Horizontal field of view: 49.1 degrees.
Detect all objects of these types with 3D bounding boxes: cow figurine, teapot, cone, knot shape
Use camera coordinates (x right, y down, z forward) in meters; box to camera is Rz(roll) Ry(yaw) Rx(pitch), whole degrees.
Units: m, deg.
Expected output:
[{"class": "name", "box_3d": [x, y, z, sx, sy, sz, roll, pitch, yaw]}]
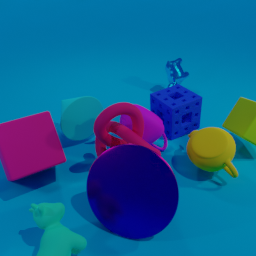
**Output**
[{"class": "cow figurine", "box_3d": [-1.149, 1.652, 4.156, 1.024, 0.571, 1.040, 29, 48, -5]}, {"class": "teapot", "box_3d": [0.207, -0.028, 6.642, 1.791, 0.877, 1.114, 33, -6, -10]}, {"class": "cone", "box_3d": [0.275, 1.003, 5.377, 1.598, 1.598, 1.604, 11, 7, 17]}, {"class": "cone", "box_3d": [-1.415, -0.471, 7.079, 1.167, 1.167, 1.172, -22, 40, -31]}, {"class": "knot shape", "box_3d": [-0.176, 0.270, 5.770, 1.441, 1.540, 0.712, -27, 24, 39]}, {"class": "teapot", "box_3d": [1.775, 0.482, 6.087, 1.000, 0.788, 1.609, -35, 48, -5]}, {"class": "cow figurine", "box_3d": [1.491, -1.639, 9.232, 1.145, 1.164, 0.639, -34, 13, -32]}]

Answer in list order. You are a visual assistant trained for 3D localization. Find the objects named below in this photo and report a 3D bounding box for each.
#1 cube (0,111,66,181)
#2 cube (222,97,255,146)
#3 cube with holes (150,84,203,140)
[{"class": "cube", "box_3d": [-2.027, 0.393, 5.678, 1.064, 1.064, 1.064, -19, -1, -28]}, {"class": "cube", "box_3d": [2.919, -0.106, 6.536, 0.834, 0.834, 0.834, 27, 10, -21]}, {"class": "cube with holes", "box_3d": [1.250, -0.446, 7.439, 0.954, 0.954, 0.954, -21, 38, -22]}]
